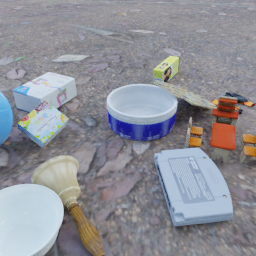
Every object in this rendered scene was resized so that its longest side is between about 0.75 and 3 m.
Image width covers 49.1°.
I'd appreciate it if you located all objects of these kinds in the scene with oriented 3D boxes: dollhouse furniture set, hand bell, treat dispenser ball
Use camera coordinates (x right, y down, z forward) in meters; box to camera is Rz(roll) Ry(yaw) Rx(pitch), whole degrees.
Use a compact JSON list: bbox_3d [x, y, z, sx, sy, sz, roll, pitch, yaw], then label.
[{"bbox_3d":[3.473,0.000,10.173,2.532,1.305,2.505,10,36,14],"label":"dollhouse furniture set"},{"bbox_3d":[-1.389,2.199,7.408,1.443,1.443,2.772,-20,52,-27],"label":"hand bell"},{"bbox_3d":[-5.329,-0.329,9.577,2.578,2.578,2.578,0,34,0],"label":"treat dispenser ball"}]

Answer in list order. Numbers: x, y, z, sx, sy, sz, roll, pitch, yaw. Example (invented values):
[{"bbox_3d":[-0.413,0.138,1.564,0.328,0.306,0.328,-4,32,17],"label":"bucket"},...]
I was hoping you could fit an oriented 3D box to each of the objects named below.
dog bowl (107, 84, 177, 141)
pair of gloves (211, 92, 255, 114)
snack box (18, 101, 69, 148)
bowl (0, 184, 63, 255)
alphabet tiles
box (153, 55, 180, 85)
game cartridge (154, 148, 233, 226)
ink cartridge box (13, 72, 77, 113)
[{"bbox_3d":[0.553,-0.711,11.387,2.801,1.103,2.801,0,34,0],"label":"dog bowl"},{"bbox_3d":[4.852,-1.190,12.901,1.680,0.208,1.496,-26,42,-33],"label":"pair of gloves"},{"bbox_3d":[-3.149,-0.158,10.497,1.215,0.488,1.441,38,56,3],"label":"snack box"},{"bbox_3d":[-2.641,2.509,6.766,2.259,1.015,2.259,0,35,0],"label":"bowl"},{"bbox_3d":[2.548,-1.432,12.197,2.910,0.092,2.421,6,25,-41],"label":"alphabet tiles"},{"bbox_3d":[2.102,-3.121,15.135,0.599,0.900,2.391,16,38,24],"label":"box"},{"bbox_3d":[1.942,1.657,8.451,1.835,0.557,2.753,-7,36,-3],"label":"game cartridge"},{"bbox_3d":[-3.714,-1.606,12.802,1.680,0.984,2.325,17,37,24],"label":"ink cartridge box"}]
